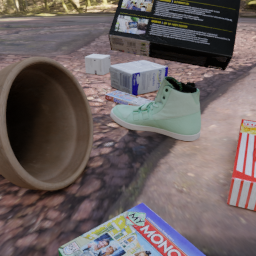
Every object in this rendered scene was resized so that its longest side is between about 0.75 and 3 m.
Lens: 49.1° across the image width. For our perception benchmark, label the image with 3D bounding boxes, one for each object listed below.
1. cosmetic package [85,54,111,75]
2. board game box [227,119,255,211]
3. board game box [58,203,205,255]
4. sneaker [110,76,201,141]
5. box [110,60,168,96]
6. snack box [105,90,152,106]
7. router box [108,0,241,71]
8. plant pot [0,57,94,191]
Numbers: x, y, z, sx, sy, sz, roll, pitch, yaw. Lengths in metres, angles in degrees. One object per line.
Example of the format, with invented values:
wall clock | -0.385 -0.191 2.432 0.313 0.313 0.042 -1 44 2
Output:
cosmetic package | -1.410 -3.001 13.215 0.962 0.793 0.793 11 29 24
board game box | 3.277 0.771 5.742 2.073 0.634 2.737 11 28 20
board game box | 0.335 2.016 3.576 1.575 0.341 2.340 -19 32 -33
sneaker | 0.718 -0.723 7.696 2.713 1.600 0.998 13 30 26
box | 0.418 -2.016 11.080 1.737 0.911 1.598 -17 30 -30
snack box | 0.015 -0.981 9.783 1.732 0.211 0.623 21 33 36
router box | 1.050 -2.423 6.099 2.553 1.904 0.652 12 -16 6
plant pot | -2.269 0.028 5.789 2.185 2.505 2.505 -8 20 29
